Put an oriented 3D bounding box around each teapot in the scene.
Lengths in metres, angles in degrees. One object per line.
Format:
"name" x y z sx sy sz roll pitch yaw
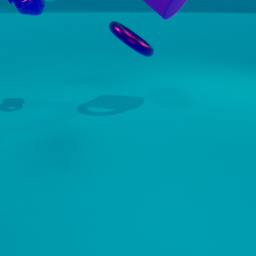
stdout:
"teapot" -2.397 -3.080 6.481 0.754 0.957 1.540 -17 43 0

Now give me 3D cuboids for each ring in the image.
"ring" 0.123 -2.844 8.957 1.679 0.336 1.679 32 21 -14

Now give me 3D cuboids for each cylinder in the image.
"cylinder" 1.156 -4.536 9.120 1.375 1.375 1.375 45 37 7

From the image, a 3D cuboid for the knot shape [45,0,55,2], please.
"knot shape" -2.250 -4.775 8.810 0.684 1.481 1.385 23 -1 -25
